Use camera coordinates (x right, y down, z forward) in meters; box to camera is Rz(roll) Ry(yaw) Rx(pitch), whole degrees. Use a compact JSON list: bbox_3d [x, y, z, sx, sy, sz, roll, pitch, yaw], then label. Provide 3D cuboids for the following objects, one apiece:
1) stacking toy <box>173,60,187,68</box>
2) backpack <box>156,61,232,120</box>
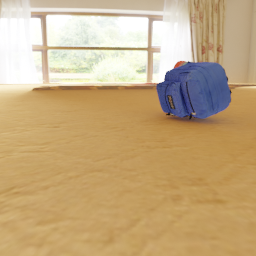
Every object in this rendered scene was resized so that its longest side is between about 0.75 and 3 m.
[{"bbox_3d":[2.599,-1.678,11.934,1.942,2.145,0.906,14,7,-40],"label":"stacking toy"},{"bbox_3d":[2.278,-1.185,9.764,1.966,1.904,2.343,-29,20,-17],"label":"backpack"}]
